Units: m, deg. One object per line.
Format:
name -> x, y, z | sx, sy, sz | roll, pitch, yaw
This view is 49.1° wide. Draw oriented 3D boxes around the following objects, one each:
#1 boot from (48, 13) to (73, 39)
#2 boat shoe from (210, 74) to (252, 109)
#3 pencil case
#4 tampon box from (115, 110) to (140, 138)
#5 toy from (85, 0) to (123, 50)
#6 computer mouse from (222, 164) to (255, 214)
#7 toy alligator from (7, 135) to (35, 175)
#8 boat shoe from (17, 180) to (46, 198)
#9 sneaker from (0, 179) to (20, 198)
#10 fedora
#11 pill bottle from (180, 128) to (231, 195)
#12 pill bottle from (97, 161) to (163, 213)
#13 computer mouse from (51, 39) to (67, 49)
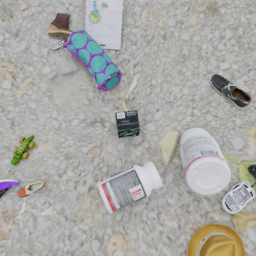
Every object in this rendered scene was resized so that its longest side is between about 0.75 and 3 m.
boot -> -2.601, -4.272, 11.561 | 1.342, 0.485, 1.116 | 14, 72, 19
boat shoe -> 3.980, -1.516, 10.838 | 0.646, 0.608, 1.799 | -44, 78, -9
pencil case -> -1.355, -2.622, 10.889 | 1.134, 1.044, 2.454 | -37, 78, -9
tampon box -> -0.012, -0.123, 10.188 | 0.814, 1.086, 0.686 | -6, 75, -2
toy -> -0.941, -4.583, 11.436 | 1.481, 0.607, 2.572 | 5, 108, 6
computer mouse -> 4.059, 2.248, 9.903 | 1.995, 0.438, 1.094 | -31, 82, -14
toy alligator -> -3.954, 0.950, 10.248 | 0.557, 0.404, 1.680 | 24, 76, 7
boat shoe -> -3.452, 2.161, 9.956 | 1.063, 0.333, 0.378 | -23, 78, -5
sneaker -> -4.467, 2.156, 9.933 | 1.308, 0.455, 0.650 | -6, 82, 2
fedora -> 2.971, 4.162, 9.143 | 2.055, 0.838, 2.055 | 0, 74, -1
pill bottle -> 2.410, 0.974, 9.193 | 1.315, 2.320, 1.315 | 1, 115, 3
pill bottle -> 0.073, 1.979, 9.570 | 2.015, 1.167, 1.167 | -23, 76, -6
computer mouse -> -2.762, -3.492, 11.594 | 0.908, 0.199, 0.498 | -26, 79, -12
